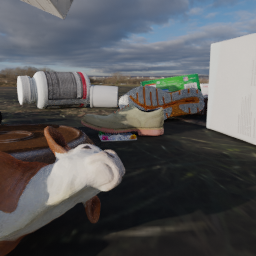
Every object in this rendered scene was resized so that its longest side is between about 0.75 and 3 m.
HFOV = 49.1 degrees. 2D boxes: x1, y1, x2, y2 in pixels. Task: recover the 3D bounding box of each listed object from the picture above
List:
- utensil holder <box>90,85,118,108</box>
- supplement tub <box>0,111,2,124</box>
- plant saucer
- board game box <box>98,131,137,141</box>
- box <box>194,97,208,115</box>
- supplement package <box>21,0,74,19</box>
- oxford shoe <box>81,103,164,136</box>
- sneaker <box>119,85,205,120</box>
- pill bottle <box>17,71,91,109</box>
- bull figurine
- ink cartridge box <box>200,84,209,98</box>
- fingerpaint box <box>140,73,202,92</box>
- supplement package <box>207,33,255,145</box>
[{"bbox_3d":[-1.066,-1.421,12.726,1.203,1.023,1.023,2,10,-2],"label":"utensil holder"},{"bbox_3d":[-4.068,-0.296,7.873,0.918,0.491,0.491,1,10,11],"label":"supplement tub"},{"bbox_3d":[-1.856,0.340,4.320,2.954,0.509,2.954,-1,11,0],"label":"plant saucer"},{"bbox_3d":[-0.254,0.160,6.398,0.782,0.101,0.782,-2,11,-11],"label":"board game box"},{"bbox_3d":[2.966,-0.842,10.558,1.217,0.609,0.456,-9,13,-39],"label":"box"},{"bbox_3d":[-2.039,-3.300,5.970,1.728,1.047,1.035,26,0,6],"label":"supplement package"},{"bbox_3d":[-0.108,-0.260,6.579,1.944,0.718,0.688,3,15,-7],"label":"oxford shoe"},{"bbox_3d":[1.025,-0.707,9.033,2.861,1.120,1.105,-1,-4,-22],"label":"sneaker"},{"bbox_3d":[-3.249,-1.678,12.351,2.908,1.610,1.610,-6,12,-29],"label":"pill bottle"},{"bbox_3d":[-1.481,0.527,2.000,2.836,0.923,1.721,2,11,10],"label":"bull figurine"},{"bbox_3d":[3.699,-1.489,12.854,0.785,1.070,0.782,1,10,7],"label":"ink cartridge box"},{"bbox_3d":[1.513,-1.323,10.618,2.078,0.762,1.734,-9,-9,0],"label":"fingerpaint box"},{"bbox_3d":[3.385,-0.849,6.020,2.171,2.187,2.882,-2,10,-12],"label":"supplement package"}]
